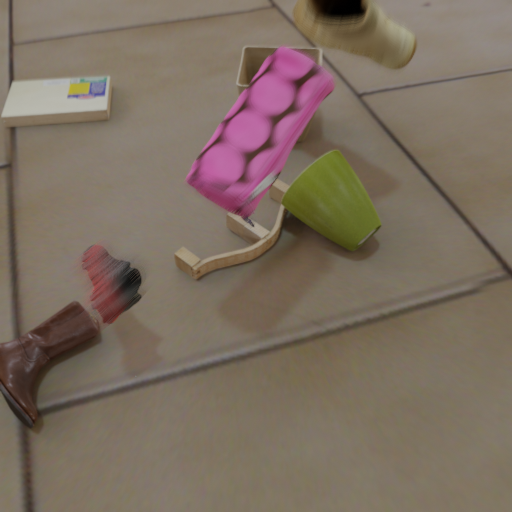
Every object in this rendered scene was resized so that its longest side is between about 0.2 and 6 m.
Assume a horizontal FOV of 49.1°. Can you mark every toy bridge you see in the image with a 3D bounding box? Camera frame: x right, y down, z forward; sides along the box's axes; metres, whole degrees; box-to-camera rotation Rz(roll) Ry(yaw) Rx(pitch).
[{"bbox_3d":[-0.133,-0.486,10.696,1.002,0.405,2.979,35,55,25],"label":"toy bridge"}]

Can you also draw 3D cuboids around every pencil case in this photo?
[{"bbox_3d":[0.139,-1.699,7.727,1.146,1.110,2.446,19,76,52],"label":"pencil case"}]

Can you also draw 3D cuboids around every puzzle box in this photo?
[{"bbox_3d":[-4.897,-3.864,13.967,2.504,0.318,1.666,-5,46,-5],"label":"puzzle box"}]

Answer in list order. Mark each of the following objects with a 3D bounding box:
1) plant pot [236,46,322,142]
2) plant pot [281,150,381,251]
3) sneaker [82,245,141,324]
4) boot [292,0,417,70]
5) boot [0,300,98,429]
[{"bbox_3d":[0.556,-3.627,12.864,1.809,1.601,1.807,2,46,4],"label":"plant pot"},{"bbox_3d":[1.534,-0.893,10.506,1.478,1.478,1.580,-34,76,-28],"label":"plant pot"},{"bbox_3d":[-2.086,0.301,8.204,0.749,0.542,1.534,-28,43,-5],"label":"sneaker"},{"bbox_3d":[1.290,-4.164,9.640,2.619,0.953,2.036,39,21,30],"label":"boot"},{"bbox_3d":[-3.101,1.570,8.683,1.821,0.585,1.697,-28,54,-30],"label":"boot"}]
